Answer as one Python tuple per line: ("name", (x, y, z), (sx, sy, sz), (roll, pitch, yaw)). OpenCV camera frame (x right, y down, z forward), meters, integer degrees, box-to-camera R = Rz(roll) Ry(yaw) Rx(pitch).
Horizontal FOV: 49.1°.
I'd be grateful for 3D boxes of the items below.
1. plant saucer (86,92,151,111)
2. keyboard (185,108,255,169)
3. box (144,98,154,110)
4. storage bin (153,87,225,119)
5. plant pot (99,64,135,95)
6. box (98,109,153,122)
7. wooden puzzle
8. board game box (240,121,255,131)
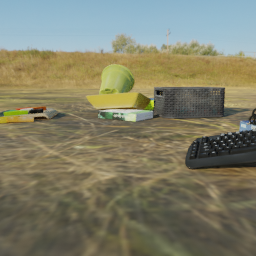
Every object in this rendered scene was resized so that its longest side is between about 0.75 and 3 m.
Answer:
("plant saucer", (-0.279, -0.892, 10.327), (1.956, 0.474, 1.955), (-2, -3, 17))
("keyboard", (2.160, -0.022, 3.911), (2.687, 0.532, 1.399), (-9, 13, 22))
("box", (1.138, -1.121, 12.858), (1.106, 0.432, 1.814), (2, 10, 8))
("storage bin", (2.133, -0.940, 9.946), (2.226, 1.044, 1.505), (-3, 10, -14))
("plant pot", (-0.530, -1.547, 10.947), (1.397, 1.397, 1.284), (2, 43, 13))
("box", (-0.077, -0.448, 9.348), (1.511, 0.275, 1.090), (5, 11, 34))
("wooden puzzle", (-3.446, -0.530, 9.625), (1.922, 0.333, 2.849), (-2, 9, -11))
("board game box", (3.276, 0.247, 4.626), (1.703, 0.434, 2.517), (-1, 10, -9))
